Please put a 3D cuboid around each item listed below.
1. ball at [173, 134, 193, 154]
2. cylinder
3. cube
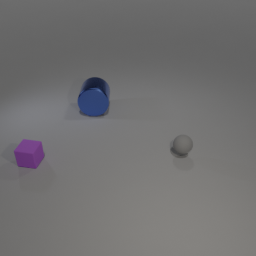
[{"bbox_3d":[1.960,0.581,9.987,0.700,0.700,0.700,0,31,0],"label":"ball"},{"bbox_3d":[-1.554,-1.466,12.998,1.400,1.400,1.400,0,31,-1],"label":"cylinder"},{"bbox_3d":[-3.433,0.899,9.775,0.700,0.700,0.700,7,35,7],"label":"cube"}]
